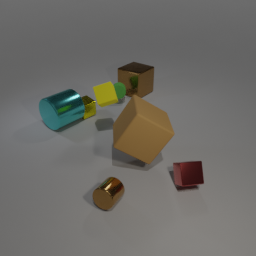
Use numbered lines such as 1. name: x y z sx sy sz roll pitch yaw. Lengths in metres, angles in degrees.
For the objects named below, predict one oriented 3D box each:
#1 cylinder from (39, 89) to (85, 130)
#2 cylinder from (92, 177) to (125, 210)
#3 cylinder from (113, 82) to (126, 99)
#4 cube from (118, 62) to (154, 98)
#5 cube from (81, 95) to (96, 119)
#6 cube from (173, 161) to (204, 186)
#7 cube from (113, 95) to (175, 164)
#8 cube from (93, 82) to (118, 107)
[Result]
1. cylinder: -2.809 -0.802 11.921 1.400 1.400 1.400 25 39 34
2. cylinder: -0.555 1.881 8.109 0.700 0.700 0.700 15 26 23
3. cylinder: -0.456 -1.844 13.795 0.700 0.700 0.700 -1 19 -1
4. cube: 0.416 -2.537 14.791 1.400 1.400 1.400 22 38 32
5. cube: -1.930 -0.948 12.696 0.700 0.700 0.700 -29 48 -33
6. cube: 1.856 1.393 8.658 0.700 0.700 0.700 -4 -6 -10
7. cube: 0.449 0.040 9.154 1.400 1.400 1.400 27 26 -19
8. cube: -0.829 -1.244 10.497 0.700 0.700 0.700 -17 -5 4
